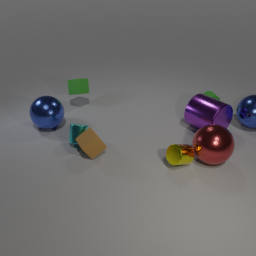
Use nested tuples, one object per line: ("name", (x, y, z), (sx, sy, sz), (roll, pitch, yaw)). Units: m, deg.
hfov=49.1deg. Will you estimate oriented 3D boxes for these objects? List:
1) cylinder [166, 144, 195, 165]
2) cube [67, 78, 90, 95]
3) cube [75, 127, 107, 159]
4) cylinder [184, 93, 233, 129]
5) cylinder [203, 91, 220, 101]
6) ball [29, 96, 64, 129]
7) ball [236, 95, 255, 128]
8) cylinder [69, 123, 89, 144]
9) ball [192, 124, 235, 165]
("cylinder", (1.766, 0.893, 9.475), (0.700, 0.700, 0.700), (4, 23, -40))
("cube", (-2.321, -1.944, 13.145), (0.700, 0.700, 0.700), (1, 10, 35))
("cube", (-1.319, 0.544, 10.018), (0.700, 0.700, 0.700), (-40, 45, -4))
("cylinder", (3.266, -0.534, 11.407), (1.400, 1.400, 1.400), (-22, 38, -32))
("cylinder", (3.916, -1.318, 13.279), (0.700, 0.700, 0.700), (-4, 28, -6))
("ball", (-3.354, -0.644, 11.623), (1.400, 1.400, 1.400), (0, 31, 0))
("ball", (5.237, -0.682, 11.629), (1.400, 1.400, 1.400), (0, 31, 0))
("cylinder", (-1.874, 0.213, 10.660), (0.700, 0.700, 0.700), (7, 7, -1))
("ball", (2.919, 0.562, 9.622), (1.400, 1.400, 1.400), (0, 31, 0))
